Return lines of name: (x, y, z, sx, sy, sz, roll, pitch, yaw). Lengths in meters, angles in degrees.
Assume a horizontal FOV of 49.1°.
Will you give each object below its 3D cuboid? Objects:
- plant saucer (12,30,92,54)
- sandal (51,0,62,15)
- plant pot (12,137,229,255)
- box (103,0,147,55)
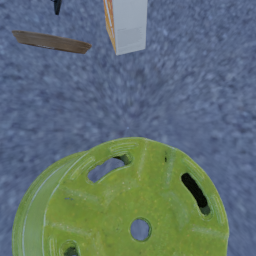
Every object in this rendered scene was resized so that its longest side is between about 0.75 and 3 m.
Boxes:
plant saucer: (-1.635, -1.844, 6.090, 1.679, 1.679, 0.247, 11, 101, 4)
sandal: (-1.807, -3.645, 6.777, 0.411, 0.646, 1.717, -1, 103, -23)
plant pot: (-0.165, 1.183, 3.217, 2.521, 2.394, 2.521, 4, 70, -12)
box: (-0.063, -2.140, 5.212, 0.627, 1.287, 0.801, -15, 62, -7)
